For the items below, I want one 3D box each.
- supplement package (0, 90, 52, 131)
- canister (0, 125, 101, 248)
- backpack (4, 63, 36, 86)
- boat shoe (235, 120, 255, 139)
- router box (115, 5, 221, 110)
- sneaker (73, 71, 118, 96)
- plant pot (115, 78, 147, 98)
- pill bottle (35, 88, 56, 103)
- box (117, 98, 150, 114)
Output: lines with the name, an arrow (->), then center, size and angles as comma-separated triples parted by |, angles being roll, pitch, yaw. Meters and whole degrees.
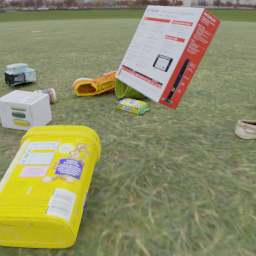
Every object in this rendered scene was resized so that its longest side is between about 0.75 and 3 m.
supplement package -> -4.016, -0.687, 10.981 | 1.541, 1.169, 1.161 | 8, 28, 15
canister -> -1.911, 1.264, 6.668 | 2.100, 1.224, 2.827 | -1, 38, 7
backpack -> -5.908, -2.966, 15.493 | 1.532, 1.174, 1.346 | -9, 18, -37
boat shoe -> 4.990, -0.001, 10.196 | 2.063, 0.670, 0.744 | 1, 27, 2
router box -> 0.819, -1.880, 7.061 | 0.596, 2.188, 2.438 | 19, 14, -33
sneaker -> -1.283, -2.100, 14.105 | 2.931, 1.070, 1.130 | -15, 33, -7
plant pot -> 0.504, -2.188, 13.476 | 1.716, 1.782, 1.782 | 7, 23, -24
pill bottle -> -3.994, -1.435, 13.021 | 1.158, 0.674, 0.674 | -14, 30, -25
box -> 0.249, -0.978, 12.512 | 1.355, 0.328, 0.795 | 19, 32, 29
